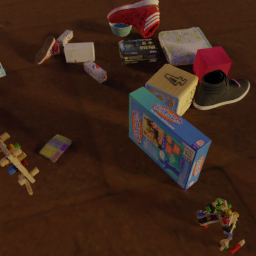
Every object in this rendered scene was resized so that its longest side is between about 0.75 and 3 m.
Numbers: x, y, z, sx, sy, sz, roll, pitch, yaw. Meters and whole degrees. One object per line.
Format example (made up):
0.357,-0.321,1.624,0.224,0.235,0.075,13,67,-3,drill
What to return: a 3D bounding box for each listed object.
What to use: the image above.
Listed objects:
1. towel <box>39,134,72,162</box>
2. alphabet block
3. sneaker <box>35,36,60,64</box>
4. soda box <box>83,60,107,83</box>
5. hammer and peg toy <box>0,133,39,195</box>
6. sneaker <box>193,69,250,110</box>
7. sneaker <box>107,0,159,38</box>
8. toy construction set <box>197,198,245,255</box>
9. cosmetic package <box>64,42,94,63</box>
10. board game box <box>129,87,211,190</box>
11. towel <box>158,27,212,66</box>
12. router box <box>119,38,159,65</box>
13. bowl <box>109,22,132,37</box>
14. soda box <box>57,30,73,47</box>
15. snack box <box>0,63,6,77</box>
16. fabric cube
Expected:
-2.507,0.683,9.726,0.738,0.117,1.027,22,52,19,towel
1.586,-1.282,10.557,1.442,1.434,1.468,30,55,21,alphabet block
-3.720,-3.497,13.149,0.511,0.807,1.435,29,85,20,sneaker
-1.436,-2.479,12.239,0.386,0.416,1.218,-33,56,-25,soda box
-2.308,0.782,5.974,0.474,1.344,0.989,-40,46,-18,hammer and peg toy
3.855,-1.701,10.960,2.713,1.345,0.959,-21,51,-19,sneaker
0.191,-4.133,10.998,2.243,1.296,0.879,-5,4,35,sneaker
2.713,2.558,7.663,1.050,1.140,1.367,-19,72,-31,toy construction set
-2.216,-3.474,12.891,1.311,0.740,0.532,-4,50,0,cosmetic package
1.116,0.322,8.718,0.628,2.123,2.792,-32,57,-24,board game box
2.723,-3.884,13.355,2.138,0.601,2.498,-10,50,-4,towel
0.472,-3.602,13.120,1.726,0.536,1.293,-6,50,-5,router box
-0.351,-5.151,14.387,1.211,0.633,1.211,0,50,-1,bowl
-3.146,-4.508,14.038,0.351,0.326,1.028,15,51,13,soda box
-6.542,-2.395,12.187,2.056,0.381,1.194,-26,54,-20,snack box
3.547,-2.601,11.873,1.128,1.150,1.146,-10,52,-9,fabric cube
